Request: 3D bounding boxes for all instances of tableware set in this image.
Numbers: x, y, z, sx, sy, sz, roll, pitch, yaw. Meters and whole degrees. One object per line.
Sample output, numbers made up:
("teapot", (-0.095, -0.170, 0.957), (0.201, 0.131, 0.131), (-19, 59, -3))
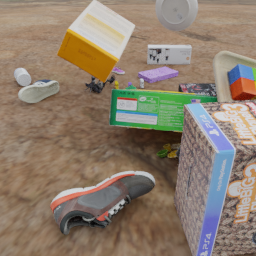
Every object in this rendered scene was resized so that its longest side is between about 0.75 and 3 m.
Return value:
("tableware set", (1.404, 0.478, 7.192), (1.343, 0.206, 0.905), (-11, 17, 47))

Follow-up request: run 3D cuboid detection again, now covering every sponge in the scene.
("sponge", (1.369, -2.419, 12.608), (1.618, 0.241, 0.902), (-19, 35, -28))

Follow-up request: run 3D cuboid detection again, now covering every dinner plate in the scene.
("dinner plate", (1.828, -4.586, 10.782), (1.701, 1.701, 0.206), (13, 39, 21))

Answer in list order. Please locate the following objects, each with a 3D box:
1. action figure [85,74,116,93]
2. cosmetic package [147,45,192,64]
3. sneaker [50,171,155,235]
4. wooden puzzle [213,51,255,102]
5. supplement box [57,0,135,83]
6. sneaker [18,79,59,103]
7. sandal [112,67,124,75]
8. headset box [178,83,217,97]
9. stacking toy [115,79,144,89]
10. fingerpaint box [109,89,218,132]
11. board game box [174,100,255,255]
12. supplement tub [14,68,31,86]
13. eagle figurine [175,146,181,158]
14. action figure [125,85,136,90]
("action figure", (-1.162, -1.903, 11.283), (0.863, 0.741, 1.452), (26, 36, 19))
("cosmetic package", (2.070, -3.693, 14.150), (2.154, 0.889, 0.545), (0, 33, 1))
("sneaker", (-0.390, 1.557, 5.544), (2.146, 0.827, 0.879), (-16, 46, -10))
("wooden puzzle", (3.332, -0.360, 6.535), (2.650, 0.662, 2.861), (10, 68, -19))
("supplement box", (-0.954, -2.934, 9.250), (1.723, 1.005, 2.734), (30, 43, -10))
("sneaker", (-3.482, -1.429, 10.576), (0.764, 0.677, 1.807), (19, 26, 28))
("sandal", (-0.514, -2.754, 13.172), (0.404, 0.244, 0.993), (-26, 39, -36))
("headset box", (2.546, -1.109, 10.016), (1.654, 0.620, 1.229), (-1, 31, -1))
("stacking toy", (0.152, -1.453, 10.925), (1.169, 0.364, 1.551), (-7, 33, -8))
("fingerpaint box", (1.073, -0.538, 7.915), (2.739, 1.005, 2.285), (6, 7, 10))
("board game box", (2.510, 0.843, 4.998), (2.971, 2.369, 1.439), (-4, 31, -6))
("supplement tub", (-4.471, -2.164, 11.863), (0.568, 0.568, 0.861), (-15, 34, -24))
("eagle figurine", (1.819, 0.718, 6.746), (0.982, 0.977, 1.295), (29, 26, 27))
("action figure", (0.041, -1.189, 10.204), (0.745, 0.345, 1.262), (-2, 43, 18))
